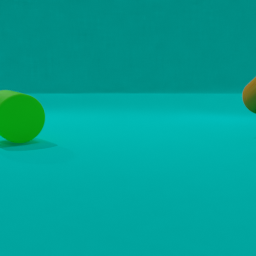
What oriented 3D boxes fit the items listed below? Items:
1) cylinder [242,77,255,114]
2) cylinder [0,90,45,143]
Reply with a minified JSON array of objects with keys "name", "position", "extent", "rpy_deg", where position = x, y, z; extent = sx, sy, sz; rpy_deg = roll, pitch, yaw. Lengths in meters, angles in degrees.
[{"name":"cylinder","position":[2.954,-0.763,5.887],"extent":[0.807,0.807,0.807],"rpy_deg":[0,-14,0]},{"name":"cylinder","position":[-2.408,-0.264,5.888],"extent":[0.993,0.993,0.993],"rpy_deg":[-7,15,-40]}]
